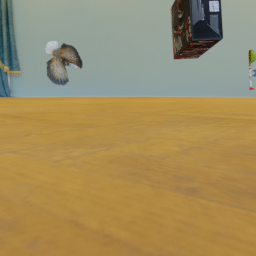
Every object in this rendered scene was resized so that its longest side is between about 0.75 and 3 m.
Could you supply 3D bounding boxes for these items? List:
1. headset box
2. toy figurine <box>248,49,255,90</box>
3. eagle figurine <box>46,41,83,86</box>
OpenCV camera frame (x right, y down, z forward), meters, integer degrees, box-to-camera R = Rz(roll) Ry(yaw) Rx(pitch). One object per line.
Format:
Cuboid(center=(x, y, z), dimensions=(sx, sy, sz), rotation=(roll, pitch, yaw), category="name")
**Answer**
Cuboid(center=(2.070, -3.360, 8.999), dimensions=(0.946, 1.875, 2.523), rotation=(-3, 1, -4), category="headset box")
Cuboid(center=(4.466, -1.961, 9.350), dimensions=(0.801, 1.338, 0.706), rotation=(-1, 6, 24), category="toy figurine")
Cuboid(center=(-1.902, -1.984, 8.338), dimensions=(1.052, 1.058, 1.394), rotation=(-6, 28, -10), category="eagle figurine")
